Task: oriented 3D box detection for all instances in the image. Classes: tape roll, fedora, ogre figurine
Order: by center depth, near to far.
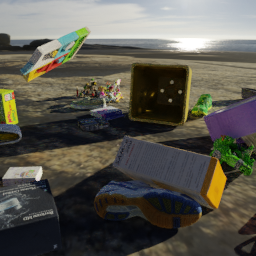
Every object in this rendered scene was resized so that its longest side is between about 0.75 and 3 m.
[{"bbox_3d":[2.834,0.722,7.684,1.026,0.839,1.711,23,40,11],"label":"ogre figurine"},{"bbox_3d":[3.853,-0.441,8.922,2.712,0.890,2.712,-22,-2,-1],"label":"tape roll"},{"bbox_3d":[6.419,-1.781,14.792,1.274,0.575,1.127,1,20,-28],"label":"fedora"}]

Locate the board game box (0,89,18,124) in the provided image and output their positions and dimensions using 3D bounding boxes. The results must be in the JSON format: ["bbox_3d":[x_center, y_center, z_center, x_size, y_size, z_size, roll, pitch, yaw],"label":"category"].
[{"bbox_3d":[-5.768,-0.899,11.225,2.662,1.352,0.634,7,22,19],"label":"board game box"}]

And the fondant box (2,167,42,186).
[{"bbox_3d":[-2.645,1.212,7.054,0.815,0.238,0.588,-2,20,-3],"label":"fondant box"}]

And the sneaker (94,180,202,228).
[{"bbox_3d":[0.414,1.399,5.723,2.122,0.799,0.935,5,21,13],"label":"sneaker"}]

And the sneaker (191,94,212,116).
[{"bbox_3d":[3.288,-1.071,12.468,0.741,0.836,2.000,9,23,22],"label":"sneaker"}]

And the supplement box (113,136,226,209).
[{"bbox_3d":[0.914,0.938,6.081,2.106,0.774,1.327,13,-18,31],"label":"supplement box"}]

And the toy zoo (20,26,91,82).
[{"bbox_3d":[-2.088,-1.994,7.765,2.186,0.224,1.434,-43,6,-39],"label":"toy zoo"}]

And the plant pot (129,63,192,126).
[{"bbox_3d":[1.542,-1.491,11.822,2.297,2.282,2.350,8,12,20],"label":"plant pot"}]

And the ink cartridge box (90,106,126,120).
[{"bbox_3d":[-0.871,-0.660,12.225,1.127,0.249,1.148,-16,24,-38],"label":"ink cartridge box"}]

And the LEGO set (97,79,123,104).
[{"bbox_3d":[-0.953,-2.160,15.129,1.319,1.067,2.867,-3,20,-9],"label":"LEGO set"}]

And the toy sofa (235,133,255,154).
[{"bbox_3d":[4.779,0.207,9.075,2.362,1.153,0.978,-8,46,-22],"label":"toy sofa"}]

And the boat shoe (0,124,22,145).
[{"bbox_3d":[-4.473,0.322,8.932,2.082,0.769,0.888,0,21,-30],"label":"boat shoe"}]

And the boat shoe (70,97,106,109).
[{"bbox_3d":[-1.888,-1.215,13.319,1.694,0.525,0.610,0,20,0],"label":"boat shoe"}]

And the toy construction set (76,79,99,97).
[{"bbox_3d":[-2.259,-2.284,15.637,1.256,0.965,1.047,-9,22,-22],"label":"toy construction set"}]

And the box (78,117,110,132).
[{"bbox_3d":[-1.336,-0.161,10.816,1.047,0.257,0.844,-9,20,-23],"label":"box"}]

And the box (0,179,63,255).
[{"bbox_3d":[-1.970,1.653,5.072,1.285,0.767,1.307,-9,23,-22],"label":"box"}]
